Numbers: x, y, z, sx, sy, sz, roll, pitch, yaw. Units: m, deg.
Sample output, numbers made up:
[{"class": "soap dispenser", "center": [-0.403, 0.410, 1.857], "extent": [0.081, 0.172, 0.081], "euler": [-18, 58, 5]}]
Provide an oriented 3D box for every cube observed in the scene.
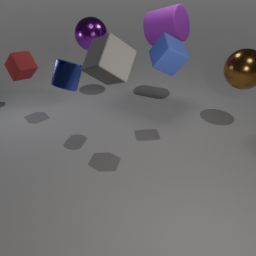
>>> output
[{"class": "cube", "center": [1.072, -1.941, 7.425], "extent": [0.700, 0.700, 0.700], "euler": [17, 46, -29]}, {"class": "cube", "center": [-3.623, -2.103, 9.499], "extent": [0.700, 0.700, 0.700], "euler": [-26, -5, -46]}, {"class": "cube", "center": [-0.382, -1.339, 5.576], "extent": [0.700, 0.700, 0.700], "euler": [25, -13, -36]}]

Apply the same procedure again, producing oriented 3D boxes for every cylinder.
[{"class": "cylinder", "center": [-1.618, -1.403, 7.428], "extent": [0.700, 0.700, 0.700], "euler": [16, 11, -3]}, {"class": "cylinder", "center": [1.565, -4.102, 11.284], "extent": [1.400, 1.400, 1.400], "euler": [2, 25, 37]}]

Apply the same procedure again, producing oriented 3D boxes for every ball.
[{"class": "ball", "center": [-1.572, -4.004, 11.955], "extent": [1.400, 1.400, 1.400], "euler": [0, 29, 0]}, {"class": "ball", "center": [4.049, -2.035, 9.711], "extent": [1.400, 1.400, 1.400], "euler": [0, 29, 0]}]
